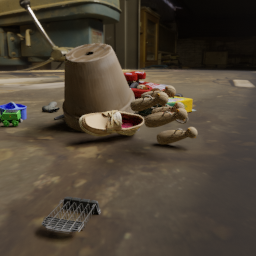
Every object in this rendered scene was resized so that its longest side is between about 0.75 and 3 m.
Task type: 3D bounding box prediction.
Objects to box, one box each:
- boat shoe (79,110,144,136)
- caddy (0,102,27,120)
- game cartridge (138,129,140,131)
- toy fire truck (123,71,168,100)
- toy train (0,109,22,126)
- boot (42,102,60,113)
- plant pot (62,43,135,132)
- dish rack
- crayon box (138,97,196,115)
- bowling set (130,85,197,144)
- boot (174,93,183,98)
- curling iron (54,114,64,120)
[{"bbox_3d":[-0.435,-0.226,8.659,2.178,0.803,0.753,0,-27,-39],"label":"boat shoe"},{"bbox_3d":[-4.799,-0.741,11.687,0.953,0.707,1.348,-13,20,-39],"label":"caddy"},{"bbox_3d":[-0.044,0.011,9.926,0.849,0.172,0.566,-4,13,-12],"label":"game cartridge"},{"bbox_3d":[0.879,-2.151,15.391,2.386,1.593,2.841,12,20,24],"label":"toy fire truck"},{"bbox_3d":[-5.062,-0.388,10.391,2.205,0.622,0.460,-1,27,-2],"label":"toy train"},{"bbox_3d":[-3.525,-0.950,13.325,0.678,0.351,1.037,11,25,19],"label":"boot"},{"bbox_3d":[-1.195,-1.585,9.999,2.742,2.379,2.742,-6,36,4],"label":"plant pot"},{"bbox_3d":[-0.906,1.418,4.495,0.696,0.248,0.908,3,17,16],"label":"dish rack"},{"bbox_3d":[1.861,-1.043,12.951,2.461,0.635,1.547,-13,20,-43],"label":"crayon box"},{"bbox_3d":[1.067,-0.694,7.858,1.204,1.561,2.242,-13,-36,26],"label":"bowling set"},{"bbox_3d":[2.139,-1.535,15.228,1.042,0.552,1.582,-14,9,-34],"label":"boot"},{"bbox_3d":[-2.509,-0.581,12.046,0.399,0.206,1.610,13,19,38],"label":"curling iron"}]
